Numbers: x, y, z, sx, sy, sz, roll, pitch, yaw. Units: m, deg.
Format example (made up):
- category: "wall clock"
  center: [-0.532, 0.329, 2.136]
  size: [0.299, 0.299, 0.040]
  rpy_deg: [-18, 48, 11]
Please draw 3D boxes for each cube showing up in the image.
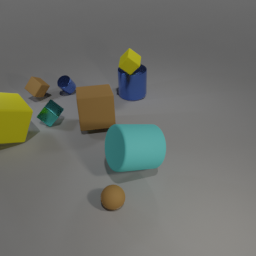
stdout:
- category: "cube"
  center: [-1.313, -0.854, 11.324]
  size: [1.400, 1.400, 1.400]
  rpy_deg: [-7, 27, -8]
- category: "cube"
  center: [-4.571, -0.383, 10.289]
  size: [1.400, 1.400, 1.400]
  rpy_deg: [-2, 33, -46]
- category: "cube"
  center: [0.085, -2.981, 12.572]
  size: [0.700, 0.700, 0.700]
  rpy_deg: [30, 46, -26]
- category: "cube"
  center: [-3.222, -0.619, 11.645]
  size: [0.700, 0.700, 0.700]
  rpy_deg: [38, 31, -15]
- category: "cube"
  center: [-4.324, -1.949, 13.356]
  size: [0.700, 0.700, 0.700]
  rpy_deg: [39, 14, 12]

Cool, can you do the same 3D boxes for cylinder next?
- category: "cylinder"
  center: [-3.039, -2.149, 13.903]
  size: [0.700, 0.700, 0.700]
  rpy_deg: [-5, 70, 14]
- category: "cylinder"
  center: [0.198, 0.584, 8.529]
  size: [1.400, 1.400, 1.400]
  rpy_deg: [0, 29, -30]
- category: "cylinder"
  center: [0.217, -2.274, 13.746]
  size: [1.400, 1.400, 1.400]
  rpy_deg: [-1, 35, 1]

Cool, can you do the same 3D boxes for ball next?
- category: "ball"
  center: [-0.423, 1.956, 7.916]
  size: [0.700, 0.700, 0.700]
  rpy_deg: [0, 33, 0]
